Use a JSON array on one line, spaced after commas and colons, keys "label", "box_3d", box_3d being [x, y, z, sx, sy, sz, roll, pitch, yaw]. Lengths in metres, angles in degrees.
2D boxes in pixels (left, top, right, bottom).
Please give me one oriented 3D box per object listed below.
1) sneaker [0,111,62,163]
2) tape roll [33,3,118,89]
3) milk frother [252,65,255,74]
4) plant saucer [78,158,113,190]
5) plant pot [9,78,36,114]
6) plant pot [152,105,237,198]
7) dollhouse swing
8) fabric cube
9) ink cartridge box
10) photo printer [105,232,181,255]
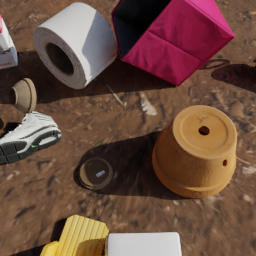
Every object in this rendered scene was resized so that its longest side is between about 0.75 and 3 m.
[{"label": "sneaker", "box_3d": [-3.627, 0.244, 9.538, 2.440, 0.921, 1.404, -19, 48, -20]}, {"label": "tape roll", "box_3d": [-1.965, -3.042, 10.559, 2.654, 2.654, 1.822, 32, 62, 20]}, {"label": "milk frother", "box_3d": [6.175, -2.823, 10.854, 1.826, 1.942, 1.753, 24, 55, 15]}, {"label": "plant saucer", "box_3d": [-1.061, 1.435, 9.026, 1.134, 0.167, 1.134, 0, 55, -1]}, {"label": "plant pot", "box_3d": [-3.572, -1.051, 9.316, 0.551, 1.194, 1.194, -8, 49, -44]}, {"label": "plant pot", "box_3d": [2.122, 0.575, 8.586, 2.658, 1.861, 2.658, 0, 57, 1]}, {"label": "dollhouse swing", "box_3d": [-1.317, 3.066, 7.334, 1.463, 1.330, 1.286, 14, 78, 10]}, {"label": "fabric cube", "box_3d": [1.496, -3.830, 10.262, 2.924, 2.933, 2.878, 17, 47, -33]}, {"label": "ink cartridge box", "box_3d": [-5.553, -3.374, 10.986, 1.698, 2.338, 0.975, -14, 61, -9]}, {"label": "photo printer", "box_3d": [0.402, 3.899, 6.934, 2.016, 0.841, 2.423, 0, 55, 0]}]
